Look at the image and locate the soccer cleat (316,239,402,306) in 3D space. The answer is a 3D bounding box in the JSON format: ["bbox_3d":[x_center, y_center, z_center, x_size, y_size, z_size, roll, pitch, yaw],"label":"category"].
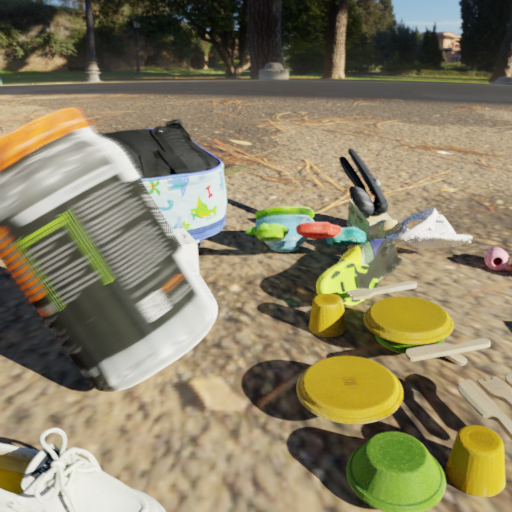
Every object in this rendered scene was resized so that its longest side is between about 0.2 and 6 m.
[{"bbox_3d":[1.516,0.287,8.907,0.892,0.689,2.132,-9,13,44],"label":"soccer cleat"}]

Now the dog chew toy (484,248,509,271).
[{"bbox_3d":[4.183,0.026,9.759,0.385,0.385,0.619,7,17,18],"label":"dog chew toy"}]

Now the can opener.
[{"bbox_3d":[2.033,-1.425,10.667,0.555,0.689,1.752,-31,49,23],"label":"can opener"}]

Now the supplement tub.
[{"bbox_3d":[-1.808,-0.071,6.239,1.722,2.810,1.722,-28,13,7],"label":"supplement tub"}]

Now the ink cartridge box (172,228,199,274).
[{"bbox_3d":[-1.143,0.256,8.109,0.464,1.120,0.822,-10,22,-20],"label":"ink cartridge box"}]

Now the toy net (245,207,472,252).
[{"bbox_3d":[1.776,-0.555,9.632,3.756,0.725,1.970,-1,-10,8],"label":"toy net"}]

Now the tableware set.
[{"bbox_3d":[1.542,1.357,6.348,2.394,0.545,3.554,-8,24,-12],"label":"tableware set"}]

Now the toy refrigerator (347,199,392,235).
[{"bbox_3d":[2.213,-0.630,11.052,0.548,0.595,1.568,-2,23,-4],"label":"toy refrigerator"}]

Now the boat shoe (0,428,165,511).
[{"bbox_3d":[-1.658,1.844,4.582,1.953,0.832,0.721,8,23,18],"label":"boat shoe"}]

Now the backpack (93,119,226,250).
[{"bbox_3d":[-1.937,-1.055,9.939,2.712,2.178,2.964,-12,26,-25],"label":"backpack"}]
